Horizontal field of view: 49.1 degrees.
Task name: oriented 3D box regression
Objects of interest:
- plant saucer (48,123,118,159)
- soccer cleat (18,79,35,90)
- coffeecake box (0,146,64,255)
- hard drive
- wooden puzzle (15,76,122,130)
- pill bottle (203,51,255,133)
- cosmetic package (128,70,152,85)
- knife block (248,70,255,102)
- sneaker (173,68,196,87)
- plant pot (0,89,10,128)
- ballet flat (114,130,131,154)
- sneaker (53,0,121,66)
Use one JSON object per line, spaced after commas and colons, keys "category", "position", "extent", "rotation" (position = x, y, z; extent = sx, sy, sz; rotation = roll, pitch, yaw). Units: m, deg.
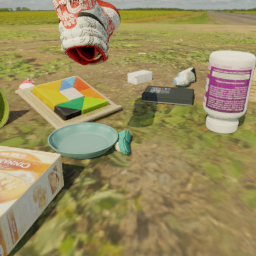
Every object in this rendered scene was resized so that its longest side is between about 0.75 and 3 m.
{"category": "plant saucer", "position": [-1.195, 0.364, 7.570], "extent": [1.856, 0.334, 1.856], "rotation": [0, 24, 0]}
{"category": "soccer cleat", "position": [-3.604, -1.313, 11.010], "extent": [1.991, 0.664, 0.761], "rotation": [29, 74, 32]}
{"category": "coffeecake box", "position": [-2.480, 1.243, 5.097], "extent": [1.722, 0.820, 2.243], "rotation": [7, 26, 14]}
{"category": "hard drive", "position": [1.632, -1.327, 11.206], "extent": [1.959, 0.322, 1.367], "rotation": [6, 26, 13]}
{"category": "wooden puzzle", "position": [-2.029, -1.057, 9.766], "extent": [2.849, 0.530, 2.635], "rotation": [34, 39, 29]}
{"category": "pill bottle", "position": [2.916, -1.044, 8.283], "extent": [1.271, 2.263, 1.271], "rotation": [1, 25, 0]}
{"category": "cosmetic package", "position": [0.579, -2.451, 13.491], "extent": [1.115, 0.452, 0.629], "rotation": [-22, 33, -37]}
{"category": "knife block", "position": [5.249, -1.894, 11.731], "extent": [2.887, 0.924, 2.535], "rotation": [8, 25, 18]}
{"category": "sneaker", "position": [2.721, -2.397, 13.118], "extent": [0.727, 0.721, 2.007], "rotation": [-2, 16, 32]}
{"category": "plant pot", "position": [-4.724, -0.583, 8.684], "extent": [1.355, 1.427, 1.427], "rotation": [-4, 22, 24]}
{"category": "ballet flat", "position": [-0.159, 0.420, 7.510], "extent": [0.401, 0.384, 1.140], "rotation": [-21, 22, 12]}
{"category": "sneaker", "position": [-0.764, -2.079, 6.191], "extent": [0.928, 1.490, 2.780], "rotation": [-8, 2, 13]}
